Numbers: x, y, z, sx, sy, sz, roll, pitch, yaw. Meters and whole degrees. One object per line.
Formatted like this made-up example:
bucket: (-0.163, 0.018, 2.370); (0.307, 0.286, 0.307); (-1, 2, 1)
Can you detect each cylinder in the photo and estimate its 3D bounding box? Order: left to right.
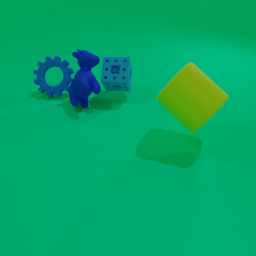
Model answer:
cylinder: (1.603, -0.755, 7.055); (1.269, 1.269, 1.269); (44, 48, 5)

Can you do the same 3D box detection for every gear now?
gear: (-2.498, -1.734, 9.442); (1.345, 1.345, 0.249); (3, 1, 4)

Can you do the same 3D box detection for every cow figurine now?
cow figurine: (-1.425, -1.607, 8.816); (0.853, 1.554, 1.529); (5, 51, -43)

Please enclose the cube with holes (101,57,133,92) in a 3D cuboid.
cube with holes: (-0.342, -1.737, 9.133); (0.844, 0.844, 0.844); (3, 78, 8)
